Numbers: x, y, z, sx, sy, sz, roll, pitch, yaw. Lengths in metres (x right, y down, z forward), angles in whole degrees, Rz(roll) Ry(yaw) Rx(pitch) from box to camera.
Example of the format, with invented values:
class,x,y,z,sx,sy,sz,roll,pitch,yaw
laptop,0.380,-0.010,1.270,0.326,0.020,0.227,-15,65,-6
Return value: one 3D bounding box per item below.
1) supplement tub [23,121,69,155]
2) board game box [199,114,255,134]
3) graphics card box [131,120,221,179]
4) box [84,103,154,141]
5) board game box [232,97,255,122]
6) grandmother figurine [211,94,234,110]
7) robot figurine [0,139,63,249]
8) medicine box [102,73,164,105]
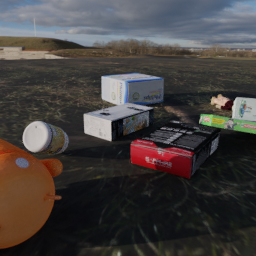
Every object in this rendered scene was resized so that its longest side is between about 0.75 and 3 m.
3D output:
class,x,y,z,sx,sy,sz,roll,pitch,yaw
supplement tub,-2.112,0.294,7.346,0.786,0.786,1.089,6,-9,18
board game box,3.525,-0.055,8.513,2.372,0.345,1.596,10,3,2
graphics card box,1.381,0.448,7.573,1.593,0.646,2.540,10,20,30
box,-0.269,-0.284,9.821,1.329,0.685,2.279,15,23,39
board game box,4.980,-0.523,9.716,2.476,0.796,1.826,6,3,19
grandmother figurine,4.567,-1.061,12.613,1.147,0.573,1.892,-29,24,-2
robot figurine,-2.188,0.949,4.616,2.569,1.498,1.848,15,-10,43
medicine box,0.200,-1.967,14.166,2.229,1.260,2.447,-12,21,-32
